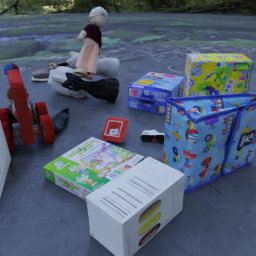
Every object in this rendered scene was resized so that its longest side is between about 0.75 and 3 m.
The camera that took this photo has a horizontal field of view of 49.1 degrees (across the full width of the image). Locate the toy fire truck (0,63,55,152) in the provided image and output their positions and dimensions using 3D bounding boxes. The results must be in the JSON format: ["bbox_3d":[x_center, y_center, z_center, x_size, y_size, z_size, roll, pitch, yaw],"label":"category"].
[{"bbox_3d":[-3.500,-0.772,9.198,1.641,2.458,2.927,-11,30,-20],"label":"toy fire truck"}]

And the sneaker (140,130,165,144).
[{"bbox_3d":[0.991,0.239,9.511,1.099,0.387,0.514,3,34,12],"label":"sneaker"}]

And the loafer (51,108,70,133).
[{"bbox_3d":[-2.473,-0.342,10.337,0.540,0.522,1.537,-39,20,17],"label":"loafer"}]

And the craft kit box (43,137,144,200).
[{"bbox_3d":[-0.909,1.106,7.852,2.011,0.494,2.036,15,31,31],"label":"craft kit box"}]

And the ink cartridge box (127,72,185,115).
[{"bbox_3d":[1.179,-1.481,12.101,1.861,1.041,2.727,13,33,24],"label":"ink cartridge box"}]

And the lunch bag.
[{"bbox_3d":[2.548,0.215,7.642,2.904,2.186,1.366,-11,31,-19],"label":"lunch bag"}]

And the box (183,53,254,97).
[{"bbox_3d":[3.382,-1.632,10.977,2.212,2.297,1.401,1,28,2],"label":"box"}]

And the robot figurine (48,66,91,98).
[{"bbox_3d":[-2.634,-2.116,12.978,2.268,1.280,1.923,16,9,27],"label":"robot figurine"}]

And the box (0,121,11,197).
[{"bbox_3d":[-4.084,0.535,6.589,1.712,2.619,2.605,-8,29,-10],"label":"box"}]

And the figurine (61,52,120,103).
[{"bbox_3d":[-1.616,-2.386,12.401,2.376,1.048,2.435,11,49,-15],"label":"figurine"}]

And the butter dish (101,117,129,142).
[{"bbox_3d":[-0.365,0.136,9.527,0.859,0.635,0.857,7,69,24],"label":"butter dish"}]

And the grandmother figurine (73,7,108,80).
[{"bbox_3d":[-1.434,-3.466,11.375,0.875,2.888,1.751,13,-3,10],"label":"grandmother figurine"}]

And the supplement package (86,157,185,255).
[{"bbox_3d":[0.213,1.657,6.079,1.076,1.117,1.964,23,37,39],"label":"supplement package"}]

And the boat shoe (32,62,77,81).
[{"bbox_3d":[-3.935,-3.224,15.506,2.862,0.852,1.028,-16,32,-27],"label":"boat shoe"}]
